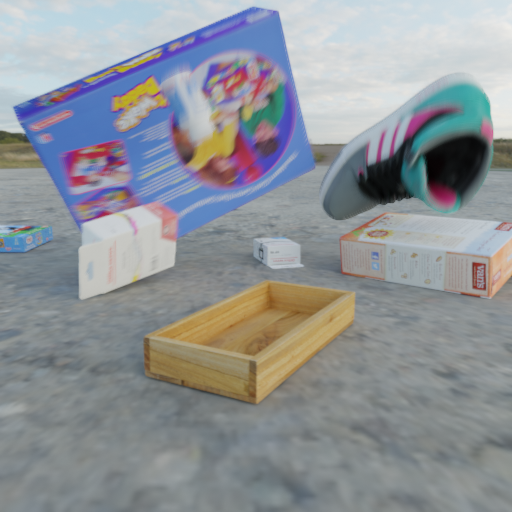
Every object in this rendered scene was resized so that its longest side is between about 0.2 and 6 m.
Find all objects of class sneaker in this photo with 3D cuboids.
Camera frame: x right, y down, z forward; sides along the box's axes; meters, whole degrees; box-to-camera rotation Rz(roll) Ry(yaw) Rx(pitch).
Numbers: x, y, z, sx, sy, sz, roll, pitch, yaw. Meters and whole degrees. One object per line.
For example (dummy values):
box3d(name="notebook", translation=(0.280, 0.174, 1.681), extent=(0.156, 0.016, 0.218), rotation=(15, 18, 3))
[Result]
box3d(name="sneaker", translation=(2.386, -1.245, 8.903), extent=(1.370, 3.276, 1.978), rotation=(34, 33, -24))

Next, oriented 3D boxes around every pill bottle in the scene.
box3d(name="pill bottle", translation=(-0.854, -1.882, 7.111), extent=(0.446, 0.794, 0.446), rotation=(-25, 8, 4))

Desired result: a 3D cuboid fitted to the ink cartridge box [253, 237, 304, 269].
box3d(name="ink cartridge box", translation=(0.401, -0.066, 10.107), extent=(0.631, 0.364, 1.090), rotation=(-4, 12, -17))

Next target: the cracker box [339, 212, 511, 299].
box3d(name="cracker box", translation=(2.779, -0.090, 8.909), extent=(2.423, 0.699, 1.623), rotation=(9, 23, 39))

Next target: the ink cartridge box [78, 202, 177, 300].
box3d(name="ink cartridge box", translation=(-1.954, -0.097, 8.097), extent=(0.547, 0.943, 1.620), rotation=(33, 39, 32))

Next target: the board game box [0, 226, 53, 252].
box3d(name="board game box", translation=(-5.439, -0.365, 11.586), extent=(1.926, 0.352, 1.457), rotation=(0, 12, 1))

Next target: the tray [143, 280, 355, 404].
box3d(name="tray", translation=(0.065, 0.776, 5.860), extent=(1.186, 0.445, 2.405), rotation=(7, 14, 28))

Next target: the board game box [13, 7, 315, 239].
box3d(name="board game box", translation=(-1.239, -1.847, 8.997), extent=(4.091, 2.751, 0.916), rotation=(-28, 36, -14))
